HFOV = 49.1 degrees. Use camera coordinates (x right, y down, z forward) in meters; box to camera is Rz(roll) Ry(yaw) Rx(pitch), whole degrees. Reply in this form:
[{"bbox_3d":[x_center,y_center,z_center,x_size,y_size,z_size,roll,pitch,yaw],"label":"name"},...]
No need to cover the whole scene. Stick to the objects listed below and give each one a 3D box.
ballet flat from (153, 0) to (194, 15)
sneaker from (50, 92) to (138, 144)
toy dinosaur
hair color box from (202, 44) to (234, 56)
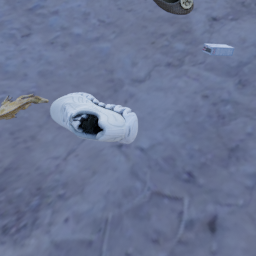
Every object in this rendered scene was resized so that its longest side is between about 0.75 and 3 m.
[{"bbox_3d":[1.052,-4.723,9.405,2.828,0.656,0.953,25,76,-14],"label":"ballet flat"},{"bbox_3d":[-0.871,-0.208,5.325,2.170,0.815,0.879,14,17,38],"label":"sneaker"},{"bbox_3d":[-2.941,-0.412,6.834,2.013,1.018,0.586,-30,109,-3],"label":"toy dinosaur"},{"bbox_3d":[2.633,-2.279,8.160,0.812,0.246,0.402,-5,31,-24],"label":"hair color box"}]
